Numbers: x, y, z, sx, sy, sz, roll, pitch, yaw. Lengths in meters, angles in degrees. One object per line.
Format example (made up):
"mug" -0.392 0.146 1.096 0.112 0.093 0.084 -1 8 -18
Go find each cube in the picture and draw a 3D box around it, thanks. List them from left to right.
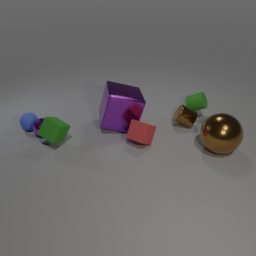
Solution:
"cube" -2.599 0.064 9.891 0.700 0.700 0.700 30 9 15
"cube" -0.271 -0.826 10.934 1.400 1.400 1.400 10 29 -15
"cube" 0.482 0.149 10.044 0.700 0.700 0.700 18 3 33

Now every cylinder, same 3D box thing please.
"cylinder" 2.281 -0.478 11.143 0.700 0.700 0.700 27 30 -12
"cylinder" 2.853 -1.075 11.670 0.700 0.700 0.700 -15 21 34

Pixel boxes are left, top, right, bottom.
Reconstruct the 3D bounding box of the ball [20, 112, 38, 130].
"ball" -3.867 -0.259 10.963 0.700 0.700 0.700 0 32 0

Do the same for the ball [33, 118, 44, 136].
"ball" -3.226 -0.028 10.559 0.700 0.700 0.700 0 32 0

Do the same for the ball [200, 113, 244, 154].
"ball" 3.194 0.189 9.574 1.400 1.400 1.400 0 32 0
